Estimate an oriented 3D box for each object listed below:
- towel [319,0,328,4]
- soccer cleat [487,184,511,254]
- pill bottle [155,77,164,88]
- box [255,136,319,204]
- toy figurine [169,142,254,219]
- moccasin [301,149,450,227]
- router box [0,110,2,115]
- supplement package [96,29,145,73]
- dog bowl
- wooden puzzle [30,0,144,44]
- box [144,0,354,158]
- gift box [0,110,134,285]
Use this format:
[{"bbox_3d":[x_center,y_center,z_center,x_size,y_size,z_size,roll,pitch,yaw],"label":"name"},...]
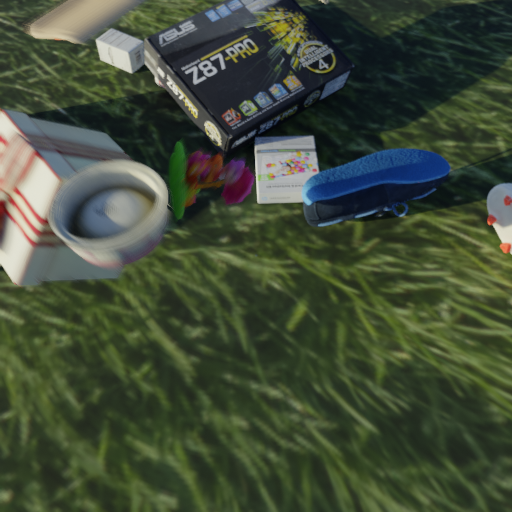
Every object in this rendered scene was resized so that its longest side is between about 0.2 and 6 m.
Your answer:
[{"bbox_3d":[0.726,-5.358,9.514,0.351,1.350,2.038,-28,64,13],"label":"towel"},{"bbox_3d":[5.538,-0.089,10.026,1.278,1.142,3.296,-26,65,-24],"label":"soccer cleat"},{"bbox_3d":[-1.787,-4.105,13.162,1.087,0.610,0.610,30,60,20],"label":"pill bottle"},{"bbox_3d":[0.635,-1.820,11.682,1.287,0.340,1.650,-1,55,-1],"label":"box"},{"bbox_3d":[-0.616,-1.189,8.393,1.199,1.303,0.978,-6,57,-17],"label":"toy figurine"},{"bbox_3d":[2.266,-1.330,10.939,3.015,1.028,1.213,-11,47,-10],"label":"moccasin"},{"bbox_3d":[-6.315,-1.471,10.996,2.991,0.993,3.804,38,62,24],"label":"router box"},{"bbox_3d":[-3.330,-5.076,13.869,1.032,0.603,0.605,27,58,18],"label":"supplement package"},{"bbox_3d":[-1.598,-0.446,6.287,1.313,0.484,1.313,-2,54,3],"label":"dog bowl"},{"bbox_3d":[-2.225,-3.222,7.492,1.290,0.260,1.394,-44,45,-19],"label":"wooden puzzle"},{"bbox_3d":[-0.131,-4.332,12.680,3.758,0.923,3.029,-34,77,-21],"label":"box"},{"bbox_3d":[-2.834,-0.779,7.687,2.015,1.859,1.881,39,23,30],"label":"gift box"}]
